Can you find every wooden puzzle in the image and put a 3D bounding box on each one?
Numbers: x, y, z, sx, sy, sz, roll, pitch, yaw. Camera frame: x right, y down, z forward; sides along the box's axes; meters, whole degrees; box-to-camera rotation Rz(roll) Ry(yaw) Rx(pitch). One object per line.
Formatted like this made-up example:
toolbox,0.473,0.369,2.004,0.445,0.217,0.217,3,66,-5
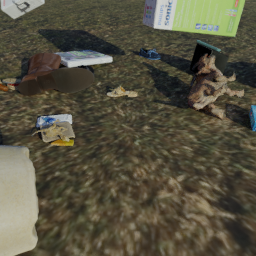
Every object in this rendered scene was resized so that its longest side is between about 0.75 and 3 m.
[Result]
wooden puzzle,-1.906,0.115,7.545,0.898,0.156,1.330,-3,34,-14

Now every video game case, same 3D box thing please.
video game case,-2.122,-3.132,12.456,2.043,0.262,2.247,-15,28,-30

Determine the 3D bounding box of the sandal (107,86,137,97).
sandal,-0.210,-1.300,9.673,1.061,0.349,0.389,3,32,5

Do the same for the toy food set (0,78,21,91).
toy food set,-4.635,-1.537,10.212,1.554,0.245,0.988,3,31,-10

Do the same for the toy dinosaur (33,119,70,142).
toy dinosaur,-1.968,0.049,7.303,1.134,0.330,0.573,11,41,21

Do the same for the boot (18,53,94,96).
boot,-2.643,-2.260,10.634,2.675,0.922,2.871,-6,31,-4

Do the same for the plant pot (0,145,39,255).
plant pot,-2.580,1.143,4.069,2.255,2.463,2.463,-3,30,-27

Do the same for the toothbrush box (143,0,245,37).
toothbrush box,1.942,-3.814,8.109,2.654,1.932,1.142,-1,25,-16

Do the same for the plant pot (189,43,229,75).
plant pot,3.306,-2.653,11.272,1.021,1.148,1.151,1,29,-22

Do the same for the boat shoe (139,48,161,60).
boat shoe,1.002,-3.538,13.280,1.204,0.413,0.506,21,37,31

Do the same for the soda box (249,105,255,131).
soda box,3.726,-0.280,8.028,0.343,0.324,1.011,8,33,13

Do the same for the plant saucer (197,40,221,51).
plant saucer,3.175,-3.251,11.057,0.995,0.094,0.348,37,27,29

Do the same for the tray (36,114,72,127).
tray,-2.149,-0.241,8.173,0.994,0.110,0.534,-6,33,-10

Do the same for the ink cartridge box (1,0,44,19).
ink cartridge box,-2.155,-2.699,5.712,0.823,0.343,0.598,-17,70,19

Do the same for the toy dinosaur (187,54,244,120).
toy dinosaur,2.434,-1.197,8.908,1.811,1.147,2.672,15,49,41

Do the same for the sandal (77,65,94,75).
sandal,-1.769,-2.101,10.903,0.770,0.434,2.025,1,31,2
